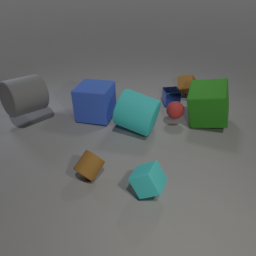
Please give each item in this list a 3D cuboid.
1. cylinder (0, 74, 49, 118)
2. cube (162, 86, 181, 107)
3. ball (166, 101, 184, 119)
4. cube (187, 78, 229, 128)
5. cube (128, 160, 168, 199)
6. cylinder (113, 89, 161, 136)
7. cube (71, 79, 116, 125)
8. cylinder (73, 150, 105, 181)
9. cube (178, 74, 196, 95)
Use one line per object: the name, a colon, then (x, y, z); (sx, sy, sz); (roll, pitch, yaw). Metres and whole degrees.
cylinder: (-4.022, -1.259, 10.856); (1.400, 1.400, 1.400); (28, 37, 37)
cube: (1.979, -1.430, 12.801); (0.700, 0.700, 0.700); (-5, 32, -7)
ball: (1.857, -0.699, 10.979); (0.700, 0.700, 0.700); (0, 32, 0)
cube: (3.139, -0.953, 10.872); (1.400, 1.400, 1.400); (0, 39, 22)
cube: (0.558, 1.424, 7.716); (0.700, 0.700, 0.700); (-21, 15, 33)
cylinder: (0.338, -0.582, 10.453); (1.400, 1.400, 1.400); (22, 36, 12)
cube: (-1.349, -1.097, 11.529); (1.400, 1.400, 1.400); (6, 31, 14)
cylinder: (-1.167, 1.130, 8.439); (0.700, 0.700, 0.700); (25, 75, 34)
cube: (2.808, -2.057, 13.295); (0.700, 0.700, 0.700); (-5, -15, 28)
